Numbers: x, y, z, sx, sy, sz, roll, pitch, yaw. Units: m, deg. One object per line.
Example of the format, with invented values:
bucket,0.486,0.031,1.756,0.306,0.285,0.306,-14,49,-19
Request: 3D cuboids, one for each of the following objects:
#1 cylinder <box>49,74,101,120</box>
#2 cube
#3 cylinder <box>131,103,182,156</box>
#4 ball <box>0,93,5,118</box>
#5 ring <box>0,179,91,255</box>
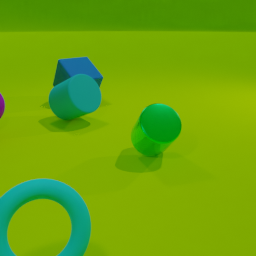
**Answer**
cylinder,-1.571,-0.886,8.285,1.144,1.144,1.144,-14,6,45
cube,-1.837,-1.698,10.168,1.208,1.208,1.208,-17,59,-38
cylinder,0.587,0.059,6.092,0.905,0.905,0.905,-6,-22,-15
ball,-3.625,-0.562,6.941,1.062,1.062,1.062,0,21,0
ring,-0.955,1.119,3.057,1.114,1.114,0.223,-8,-8,-20
